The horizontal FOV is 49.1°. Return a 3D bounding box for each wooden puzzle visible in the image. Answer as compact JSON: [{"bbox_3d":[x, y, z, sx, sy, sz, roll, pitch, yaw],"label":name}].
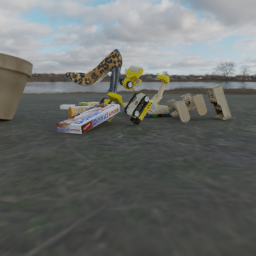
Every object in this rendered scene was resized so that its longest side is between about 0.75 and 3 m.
[{"bbox_3d":[1.059,-0.780,12.328,1.907,0.477,2.059,-5,14,-29],"label":"wooden puzzle"}]

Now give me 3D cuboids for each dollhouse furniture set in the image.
[{"bbox_3d":[2.660,-0.686,10.600,1.961,1.276,1.802,-22,9,-1],"label":"dollhouse furniture set"}]

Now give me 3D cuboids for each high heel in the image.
[{"bbox_3d":[-0.938,-1.689,7.615,1.618,1.153,0.578,15,21,12],"label":"high heel"}]

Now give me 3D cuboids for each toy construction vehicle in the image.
[{"bbox_3d":[0.149,-0.996,9.538,1.970,2.263,0.797,23,-14,48],"label":"toy construction vehicle"}]

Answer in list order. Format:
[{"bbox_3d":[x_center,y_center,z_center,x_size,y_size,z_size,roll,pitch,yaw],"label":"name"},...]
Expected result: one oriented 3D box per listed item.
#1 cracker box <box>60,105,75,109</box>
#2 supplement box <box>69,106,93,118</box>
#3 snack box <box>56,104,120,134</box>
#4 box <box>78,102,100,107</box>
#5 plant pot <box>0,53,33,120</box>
[{"bbox_3d":[-3.347,-1.171,15.599,0.804,0.232,0.539,-1,8,-8],"label":"cracker box"},{"bbox_3d":[-1.679,-0.508,10.050,0.842,0.530,0.309,-6,9,-31],"label":"supplement box"},{"bbox_3d":[-1.095,-0.319,8.350,0.811,0.274,2.257,4,20,25],"label":"snack box"},{"bbox_3d":[-1.783,-0.949,13.166,0.827,0.505,0.797,-9,13,-43],"label":"box"},{"bbox_3d":[-4.839,-1.459,10.085,2.515,2.182,2.515,6,0,0],"label":"plant pot"}]
